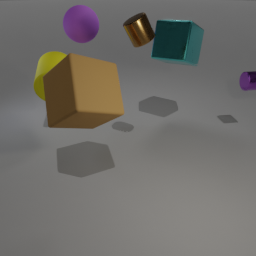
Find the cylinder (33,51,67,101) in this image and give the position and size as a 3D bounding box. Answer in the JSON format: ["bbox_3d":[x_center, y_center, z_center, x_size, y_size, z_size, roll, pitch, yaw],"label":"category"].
[{"bbox_3d":[-2.689,-1.875,10.382,1.400,1.400,1.400,-3,46,-5],"label":"cylinder"}]

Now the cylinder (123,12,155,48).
[{"bbox_3d":[0.316,-2.752,7.873,0.700,0.700,0.700,-23,31,15],"label":"cylinder"}]

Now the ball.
[{"bbox_3d":[-1.829,-4.050,10.952,1.400,1.400,1.400,0,28,0],"label":"ball"}]

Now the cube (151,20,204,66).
[{"bbox_3d":[1.887,-3.195,10.616,1.400,1.400,1.400,15,11,31],"label":"cube"}]

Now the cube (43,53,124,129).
[{"bbox_3d":[-1.139,-0.834,7.064,1.400,1.400,1.400,2,-16,-43],"label":"cube"}]

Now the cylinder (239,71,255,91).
[{"bbox_3d":[4.651,-1.759,10.436,0.700,0.700,0.700,-5,29,-8],"label":"cylinder"}]
